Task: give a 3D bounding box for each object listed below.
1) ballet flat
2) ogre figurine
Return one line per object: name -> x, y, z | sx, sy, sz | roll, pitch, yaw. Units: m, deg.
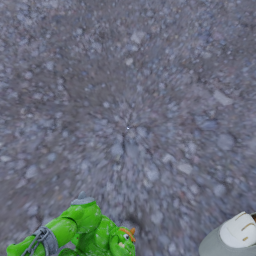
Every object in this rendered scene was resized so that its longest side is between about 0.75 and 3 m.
ballet flat -> 2.826, 2.070, 5.969 | 2.844, 0.906, 0.959 | -18, 30, 4
ogre figurine -> -0.759, 2.500, 5.319 | 2.962, 1.453, 1.776 | 44, 52, -15
